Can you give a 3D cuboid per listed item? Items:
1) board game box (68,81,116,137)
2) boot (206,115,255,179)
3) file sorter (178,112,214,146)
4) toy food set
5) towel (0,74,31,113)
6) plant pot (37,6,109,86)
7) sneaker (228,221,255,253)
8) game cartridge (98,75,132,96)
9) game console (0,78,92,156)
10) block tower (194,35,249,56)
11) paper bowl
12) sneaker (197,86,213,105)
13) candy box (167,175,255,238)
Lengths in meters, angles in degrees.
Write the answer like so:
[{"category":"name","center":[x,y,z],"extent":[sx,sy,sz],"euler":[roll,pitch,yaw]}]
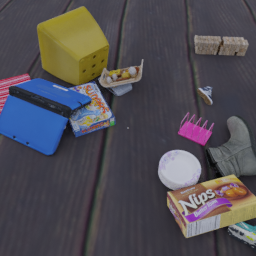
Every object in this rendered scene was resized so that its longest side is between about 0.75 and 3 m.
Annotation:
[{"category":"board game box","center":[-1.615,-0.793,10.708],"extent":[1.558,0.397,2.302],"euler":[-19,50,-16]},{"category":"boot","center":[3.318,0.592,9.223],"extent":[1.621,0.840,2.482],"euler":[-9,47,-1]},{"category":"file sorter","center":[2.397,-0.004,9.834],"extent":[1.016,0.637,0.706],"euler":[26,53,22]},{"category":"toy food set","center":[-0.235,-2.286,11.340],"extent":[1.738,0.525,1.247],"euler":[-9,37,13]},{"category":"towel","center":[-4.643,-1.292,11.257],"extent":[1.782,0.277,2.464],"euler":[-18,50,-17]},{"category":"plant pot","center":[-2.094,-3.203,11.788],"extent":[2.356,2.356,2.078],"euler":[-37,70,-29]},{"category":"sneaker","center":[3.391,2.850,7.328],"extent":[1.463,0.567,0.583],"euler":[30,46,25]},{"category":"game cartridge","center":[-0.511,-1.910,11.841],"extent":[0.912,0.284,1.370],"euler":[-35,56,-22]},{"category":"game console","center":[-3.060,-0.537,10.295],"extent":[2.695,1.595,2.300],"euler":[22,29,18]},{"category":"block tower","center":[4.376,-3.931,13.398],"extent":[2.409,0.696,0.651],"euler":[5,48,2]},{"category":"paper bowl","center":[1.559,1.346,8.592],"extent":[1.254,0.652,1.254],"euler":[0,47,0]},{"category":"sneaker","center":[3.251,-1.330,11.241],"extent":[0.533,0.344,0.982],"euler":[-17,47,-12]},{"category":"candy box","center":[2.302,2.099,7.734],"extent":[2.144,0.605,1.251],"euler":[-11,30,-11]}]
